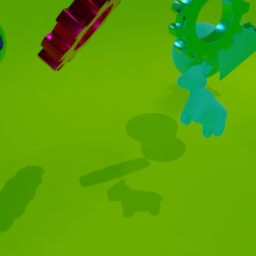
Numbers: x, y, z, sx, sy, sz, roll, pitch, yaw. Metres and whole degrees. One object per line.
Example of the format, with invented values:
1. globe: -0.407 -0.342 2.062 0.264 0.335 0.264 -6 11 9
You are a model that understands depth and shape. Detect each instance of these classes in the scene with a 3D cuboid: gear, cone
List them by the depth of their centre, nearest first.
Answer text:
1. gear: -0.670 -1.702 4.431 0.342 1.849 1.849 41 41 -12
2. gear: 1.494 -2.009 5.124 1.577 1.577 0.292 -17 41 -20
3. cone: 2.285 -1.571 6.223 1.097 1.101 1.097 19 15 -6

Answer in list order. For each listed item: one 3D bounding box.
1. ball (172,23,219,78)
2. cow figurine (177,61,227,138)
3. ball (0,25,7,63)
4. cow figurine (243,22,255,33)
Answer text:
1. ball: 1.825 -1.943 7.150 1.395 1.395 1.395 0 39 0
2. cow figurine: 1.384 -0.535 5.124 1.168 0.641 1.149 29 72 -20
3. ball: -2.286 -1.254 4.028 0.993 0.993 0.993 0 39 0
4. cow figurine: 3.549 -2.861 9.045 0.671 1.222 1.202 2 33 -34
